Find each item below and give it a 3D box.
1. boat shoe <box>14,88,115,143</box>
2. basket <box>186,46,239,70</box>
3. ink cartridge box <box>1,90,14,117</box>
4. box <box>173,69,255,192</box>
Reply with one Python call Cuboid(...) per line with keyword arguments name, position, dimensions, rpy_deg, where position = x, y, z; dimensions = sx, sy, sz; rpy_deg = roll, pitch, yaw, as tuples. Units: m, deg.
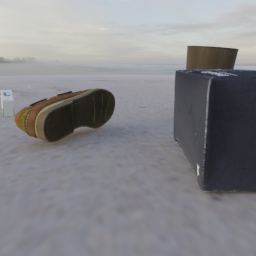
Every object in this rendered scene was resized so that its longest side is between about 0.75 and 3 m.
Cuboid(name="boat shoe", position=(-1.411, -0.497, 7.022), dimensions=(1.016, 1.075, 2.987), rpy_deg=(14, 16, 26))
Cuboid(name="basket", position=(2.528, -1.450, 8.976), dimensions=(1.490, 2.191, 1.975), rpy_deg=(3, 14, -6))
Cuboid(name="ink cartridge box", position=(-4.196, -0.870, 9.750), dimensions=(0.384, 0.638, 0.878), rpy_deg=(-4, 33, -23))
Cuboid(name="box", position=(2.426, -0.192, 5.011), dimensions=(2.854, 1.676, 2.807), rpy_deg=(-1, 13, 0))
